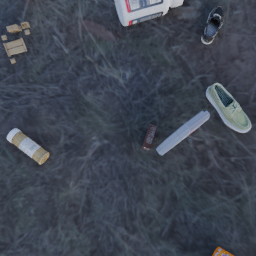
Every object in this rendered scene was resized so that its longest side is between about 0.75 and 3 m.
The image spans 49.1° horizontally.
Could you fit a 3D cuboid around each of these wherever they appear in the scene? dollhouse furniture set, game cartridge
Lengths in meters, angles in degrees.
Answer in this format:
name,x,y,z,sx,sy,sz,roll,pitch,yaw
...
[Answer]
name,x,y,z,sx,sy,sz,roll,pitch,yaw
dollhouse furniture set,-4.274,-3.384,11.179,1.145,0.656,1.343,-17,104,-2
game cartridge,1.758,0.228,9.395,1.336,2.007,0.410,-28,77,-32

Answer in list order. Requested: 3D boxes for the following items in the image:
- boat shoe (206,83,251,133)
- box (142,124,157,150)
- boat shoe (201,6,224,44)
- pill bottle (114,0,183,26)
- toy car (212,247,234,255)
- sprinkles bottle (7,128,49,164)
name,x,y,z,sx,sy,sz,roll,pitch,yaw
boat shoe,3.751,-0.732,10.433,0.793,0.683,2.202,-40,82,-7
box,0.797,0.354,10.356,0.332,0.443,0.886,20,80,4
boat shoe,3.438,-4.199,11.161,0.643,0.525,1.741,28,81,5
pill bottle,0.795,-4.995,10.836,2.458,1.470,1.470,-17,80,-4
toy car,3.952,4.126,9.497,2.262,0.753,1.110,-41,82,-6
sprinkles bottle,-3.650,0.670,10.242,1.587,0.541,0.541,36,81,6
